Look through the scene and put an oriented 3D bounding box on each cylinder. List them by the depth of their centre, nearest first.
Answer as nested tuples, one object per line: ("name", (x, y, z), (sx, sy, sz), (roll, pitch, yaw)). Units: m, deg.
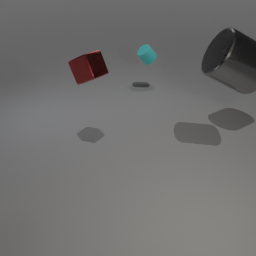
("cylinder", (3.027, -1.845, 7.810), (1.400, 1.400, 1.400), (22, 27, -15))
("cylinder", (0.908, -3.519, 13.432), (0.700, 0.700, 0.700), (-27, 43, 28))

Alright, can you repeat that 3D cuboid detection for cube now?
("cube", (-1.101, -1.696, 7.854), (0.700, 0.700, 0.700), (-11, 16, 38))
